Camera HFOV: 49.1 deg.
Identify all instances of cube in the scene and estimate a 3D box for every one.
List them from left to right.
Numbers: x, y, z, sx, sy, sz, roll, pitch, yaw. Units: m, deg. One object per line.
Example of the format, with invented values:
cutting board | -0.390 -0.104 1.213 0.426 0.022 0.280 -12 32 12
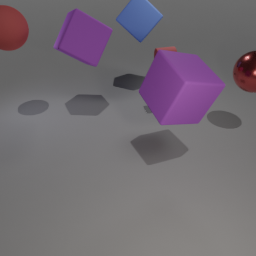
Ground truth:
cube | -1.609 -3.121 9.813 1.400 1.400 1.400 22 6 -27
cube | 0.473 -4.699 11.988 1.400 1.400 1.400 40 16 -13
cube | 1.376 -1.054 7.479 1.400 1.400 1.400 -3 47 -32

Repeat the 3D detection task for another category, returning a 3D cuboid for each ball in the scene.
ball | -3.972 -3.241 9.124 1.400 1.400 1.400 0 31 0
ball | 4.273 -1.887 9.430 1.400 1.400 1.400 0 31 0

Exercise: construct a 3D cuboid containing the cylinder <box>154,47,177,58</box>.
cylinder | 1.337 -2.512 9.982 0.700 0.700 0.700 -6 32 -5
